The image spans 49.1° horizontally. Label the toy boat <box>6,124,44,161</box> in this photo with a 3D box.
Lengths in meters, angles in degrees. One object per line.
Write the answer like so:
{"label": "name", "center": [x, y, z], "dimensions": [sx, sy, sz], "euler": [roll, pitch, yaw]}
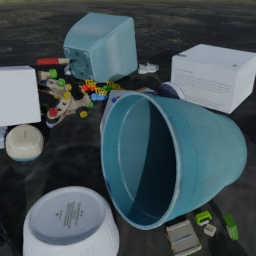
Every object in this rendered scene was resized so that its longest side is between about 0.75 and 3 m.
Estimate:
{"label": "toy boat", "center": [-3.560, 0.509, 8.624], "dimensions": [1.849, 0.859, 1.554], "euler": [0, 34, -15]}

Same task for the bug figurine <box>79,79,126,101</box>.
{"label": "bug figurine", "center": [-1.103, -1.592, 12.196], "dimensions": [1.772, 0.588, 2.285], "euler": [-5, 23, -22]}

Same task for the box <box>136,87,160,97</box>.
{"label": "box", "center": [1.018, -1.034, 11.476], "dimensions": [1.288, 0.449, 2.163], "euler": [-25, 37, -36]}

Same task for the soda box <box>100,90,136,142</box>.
{"label": "soda box", "center": [-0.273, -0.367, 9.855], "dimensions": [0.992, 0.927, 2.913], "euler": [2, 31, 3]}

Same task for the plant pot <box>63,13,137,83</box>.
{"label": "plant pot", "center": [-1.543, -3.792, 14.016], "dimensions": [2.827, 2.820, 2.880], "euler": [19, 45, 28]}

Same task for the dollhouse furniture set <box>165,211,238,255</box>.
{"label": "dollhouse furniture set", "center": [1.582, 2.314, 6.021], "dimensions": [1.439, 0.556, 0.719], "euler": [-22, 40, 1]}

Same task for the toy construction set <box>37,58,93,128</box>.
{"label": "toy construction set", "center": [-2.283, -1.347, 10.258], "dimensions": [1.869, 2.433, 2.029], "euler": [-11, 38, -26]}

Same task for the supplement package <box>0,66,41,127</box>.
{"label": "supplement package", "center": [-4.137, -1.221, 9.753], "dimensions": [1.746, 1.740, 2.976], "euler": [-7, 17, -21]}

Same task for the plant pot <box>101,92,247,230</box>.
{"label": "plant pot", "center": [1.190, 0.637, 6.643], "dimensions": [2.683, 2.855, 2.855], "euler": [-2, 27, -33]}

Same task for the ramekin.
{"label": "ramekin", "center": [-1.184, 2.059, 5.733], "dimensions": [1.997, 0.930, 1.997], "euler": [-1, 30, 0]}

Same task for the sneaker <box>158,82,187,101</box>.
{"label": "sneaker", "center": [1.094, -0.629, 9.845], "dimensions": [1.937, 1.019, 2.681], "euler": [-10, 46, -16]}

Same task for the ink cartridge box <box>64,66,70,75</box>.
{"label": "ink cartridge box", "center": [-3.024, -3.163, 15.160], "dimensions": [0.591, 0.341, 0.814], "euler": [4, 31, 7]}

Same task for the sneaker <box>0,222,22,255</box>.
{"label": "sneaker", "center": [-2.781, 2.252, 5.655], "dimensions": [1.788, 0.709, 0.674], "euler": [26, 37, 34]}

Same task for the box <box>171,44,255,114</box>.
{"label": "box", "center": [3.725, -2.271, 12.143], "dimensions": [2.826, 1.857, 2.841], "euler": [22, 37, 32]}

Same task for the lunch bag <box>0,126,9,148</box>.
{"label": "lunch bag", "center": [-4.480, 0.247, 9.146], "dimensions": [0.969, 0.616, 0.822], "euler": [3, 31, -14]}

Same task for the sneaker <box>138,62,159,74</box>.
{"label": "sneaker", "center": [1.156, -3.318, 15.236], "dimensions": [1.297, 0.532, 0.485], "euler": [-20, 36, -29]}
